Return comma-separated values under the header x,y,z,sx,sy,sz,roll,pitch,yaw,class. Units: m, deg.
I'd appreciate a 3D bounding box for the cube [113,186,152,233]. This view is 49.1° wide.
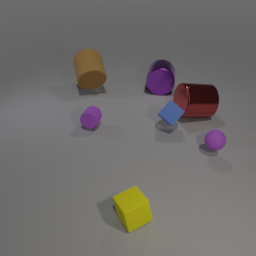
x,y,z,sx,sy,sz,roll,pitch,yaw,class
0.113,2.043,7.115,0.700,0.700,0.700,-22,31,-18,cube

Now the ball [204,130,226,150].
x,y,z,sx,sy,sz,roll,pitch,yaw,class
2.929,0.402,9.398,0.700,0.700,0.700,0,31,0,ball

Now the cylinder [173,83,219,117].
x,y,z,sx,sy,sz,roll,pitch,yaw,class
2.795,-1.139,11.640,1.400,1.400,1.400,0,30,-17,cylinder

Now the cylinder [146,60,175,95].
x,y,z,sx,sy,sz,roll,pitch,yaw,class
1.674,-2.573,14.151,1.400,1.400,1.400,4,32,7,cylinder

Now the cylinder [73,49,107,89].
x,y,z,sx,sy,sz,roll,pitch,yaw,class
-1.845,-2.826,13.526,1.400,1.400,1.400,-8,61,-13,cylinder

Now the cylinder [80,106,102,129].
x,y,z,sx,sy,sz,roll,pitch,yaw,class
-1.457,-0.432,11.095,0.700,0.700,0.700,5,27,9,cylinder

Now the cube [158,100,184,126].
x,y,z,sx,sy,sz,roll,pitch,yaw,class
1.634,-0.559,10.716,0.700,0.700,0.700,41,1,3,cube
